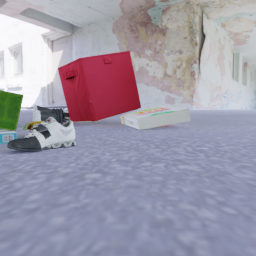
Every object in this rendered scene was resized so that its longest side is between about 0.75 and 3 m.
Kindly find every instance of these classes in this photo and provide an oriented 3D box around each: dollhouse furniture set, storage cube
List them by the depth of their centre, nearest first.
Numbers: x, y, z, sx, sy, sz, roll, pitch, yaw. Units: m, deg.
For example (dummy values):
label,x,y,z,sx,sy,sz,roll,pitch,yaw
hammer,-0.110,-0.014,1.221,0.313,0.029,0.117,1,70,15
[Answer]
label,x,y,z,sx,sy,sz,roll,pitch,yaw
dollhouse furniture set,-2.538,-0.344,7.250,1.779,0.893,1.165,10,-2,-30
storage cube,-1.280,-1.834,12.784,2.932,2.636,2.507,-17,10,-34

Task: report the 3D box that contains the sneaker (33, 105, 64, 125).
label,x,y,z,sx,sy,sz,roll,pitch,yaw
sneaker,-3.306,-0.485,11.603,1.170,0.834,2.359,0,10,-24

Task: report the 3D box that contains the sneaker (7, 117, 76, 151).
label,x,y,z,sx,sy,sz,roll,pitch,yaw
sneaker,-1.667,0.104,5.483,0.533,0.637,1.439,6,9,40

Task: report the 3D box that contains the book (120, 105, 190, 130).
label,x,y,z,sx,sy,sz,roll,pitch,yaw
book,0.925,-0.384,11.044,1.935,0.696,2.897,-10,7,-13

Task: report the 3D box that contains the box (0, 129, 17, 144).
label,x,y,z,sx,sy,sz,roll,pitch,yaw
box,-2.961,0.190,6.626,0.405,0.242,0.985,-3,6,-35

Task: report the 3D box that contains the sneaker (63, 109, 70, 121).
label,x,y,z,sx,sy,sz,roll,pitch,yaw
sneaker,-2.767,-0.842,14.415,0.925,1.004,2.509,3,7,20
